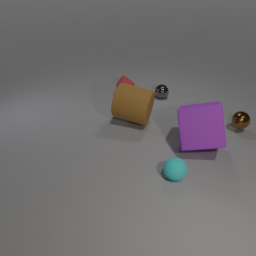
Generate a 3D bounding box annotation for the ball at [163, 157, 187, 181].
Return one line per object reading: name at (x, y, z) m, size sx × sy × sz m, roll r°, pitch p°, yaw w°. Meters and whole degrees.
ball at (1.429, 1.240, 8.496) m, size 0.700 × 0.700 × 0.700 m, roll 0°, pitch 30°, yaw 0°

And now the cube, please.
cube at (2.489, -0.093, 9.490) m, size 1.400 × 1.400 × 1.400 m, roll -6°, pitch 7°, yaw 16°

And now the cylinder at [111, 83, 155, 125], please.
cylinder at (0.218, -0.963, 11.214) m, size 1.400 × 1.400 × 1.400 m, roll 16°, pitch 33°, yaw 12°

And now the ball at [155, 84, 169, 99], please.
ball at (1.659, -1.789, 13.753) m, size 0.700 × 0.700 × 0.700 m, roll 0°, pitch 30°, yaw 0°

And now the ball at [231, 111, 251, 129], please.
ball at (4.402, -0.307, 10.925) m, size 0.700 × 0.700 × 0.700 m, roll 0°, pitch 30°, yaw 0°

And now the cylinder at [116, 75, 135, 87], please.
cylinder at (-0.131, -2.166, 14.078) m, size 0.700 × 0.700 × 0.700 m, roll 34°, pitch 23°, yaw -20°
